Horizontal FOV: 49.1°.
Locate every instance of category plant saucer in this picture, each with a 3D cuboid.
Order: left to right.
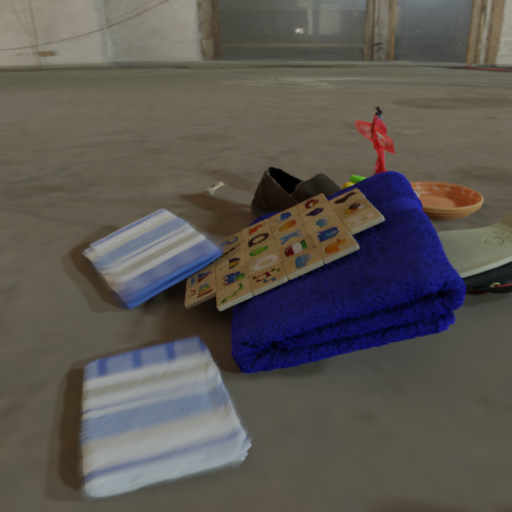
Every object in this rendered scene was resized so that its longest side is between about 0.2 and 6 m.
[{"bbox_3d":[3.813,-1.165,11.914,1.870,0.350,1.870,-1,25,0],"label":"plant saucer"}]

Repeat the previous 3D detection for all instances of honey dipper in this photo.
[{"bbox_3d":[-0.966,-1.562,13.046,0.188,0.188,0.991,7,22,16],"label":"honey dipper"}]

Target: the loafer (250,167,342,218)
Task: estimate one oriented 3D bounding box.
[{"bbox_3d":[1.146,-0.964,10.455,3.106,1.108,1.134,19,30,33],"label":"loafer"}]

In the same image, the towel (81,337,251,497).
[{"bbox_3d":[-1.043,1.568,5.863,1.514,0.245,2.061,-11,24,-13],"label":"towel"}]

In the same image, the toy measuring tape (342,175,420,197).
[{"bbox_3d":[2.573,-1.176,11.744,2.217,0.816,0.816,4,17,-38],"label":"toy measuring tape"}]

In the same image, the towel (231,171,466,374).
[{"bbox_3d":[1.128,0.122,7.875,2.825,0.948,3.825,-20,22,13],"label":"towel"}]

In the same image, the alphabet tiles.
[{"bbox_3d":[0.301,-0.150,7.924,2.846,0.090,2.368,-25,21,5],"label":"alphabet tiles"}]

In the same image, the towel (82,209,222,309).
[{"bbox_3d":[-1.712,-0.034,8.936,1.647,0.267,2.243,-31,34,-19],"label":"towel"}]

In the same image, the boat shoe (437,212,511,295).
[{"bbox_3d":[3.387,0.112,8.190,3.401,1.066,1.244,-17,30,-3],"label":"boat shoe"}]

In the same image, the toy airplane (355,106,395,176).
[{"bbox_3d":[2.524,-2.195,11.491,0.322,1.753,1.753,-12,26,-10],"label":"toy airplane"}]
